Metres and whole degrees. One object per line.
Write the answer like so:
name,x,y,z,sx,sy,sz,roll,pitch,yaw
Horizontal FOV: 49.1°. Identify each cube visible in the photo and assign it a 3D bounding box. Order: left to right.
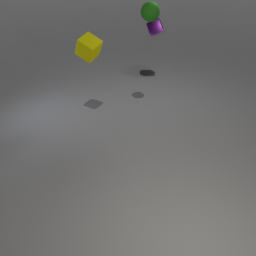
cube,-1.470,-3.017,10.497,0.700,0.700,0.700,34,54,4
cube,1.385,-5.121,14.239,0.700,0.700,0.700,-18,21,15

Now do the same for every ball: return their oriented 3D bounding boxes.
ball,0.814,-4.237,10.197,0.700,0.700,0.700,0,32,0
